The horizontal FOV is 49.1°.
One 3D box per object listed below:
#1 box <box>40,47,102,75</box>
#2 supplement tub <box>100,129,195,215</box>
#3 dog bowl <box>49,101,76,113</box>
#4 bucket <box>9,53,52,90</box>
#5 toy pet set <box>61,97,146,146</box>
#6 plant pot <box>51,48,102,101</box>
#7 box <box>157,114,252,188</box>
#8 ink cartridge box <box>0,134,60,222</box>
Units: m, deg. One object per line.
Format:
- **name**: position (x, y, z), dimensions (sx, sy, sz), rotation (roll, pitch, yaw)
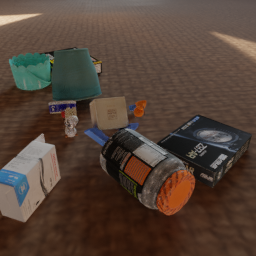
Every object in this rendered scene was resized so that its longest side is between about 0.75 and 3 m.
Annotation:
- **box**: position (-2.485, -2.672, 11.629), dimensions (1.911, 0.591, 2.394), rotation (-21, 38, -27)
- **supplement tub**: position (0.357, 0.840, 5.586), dimensions (1.103, 1.103, 1.800), rotation (-24, 40, -33)
- **dog bowl**: position (-1.936, -0.622, 8.310), dimensions (0.790, 0.311, 0.790), rotation (-5, 2, 0)
- **bucket**: position (-3.546, -2.100, 10.349), dimensions (1.498, 0.975, 1.498), rotation (0, 33, 0)
- **toy pet set**: position (-0.452, -0.036, 7.381), dimensions (2.338, 1.242, 2.183), rotation (-8, -2, -17)
- **plant pot**: position (-1.727, -1.743, 8.935), dimensions (1.596, 1.500, 1.596), rotation (-6, 17, 2)
- **box**: position (1.855, 0.443, 6.840), dimensions (1.570, 0.427, 1.960), rotation (26, 41, 35)
- **ink cartridge box**: position (-1.876, 0.916, 5.622), dimensions (0.545, 0.933, 1.608), rotation (10, 34, 16)
